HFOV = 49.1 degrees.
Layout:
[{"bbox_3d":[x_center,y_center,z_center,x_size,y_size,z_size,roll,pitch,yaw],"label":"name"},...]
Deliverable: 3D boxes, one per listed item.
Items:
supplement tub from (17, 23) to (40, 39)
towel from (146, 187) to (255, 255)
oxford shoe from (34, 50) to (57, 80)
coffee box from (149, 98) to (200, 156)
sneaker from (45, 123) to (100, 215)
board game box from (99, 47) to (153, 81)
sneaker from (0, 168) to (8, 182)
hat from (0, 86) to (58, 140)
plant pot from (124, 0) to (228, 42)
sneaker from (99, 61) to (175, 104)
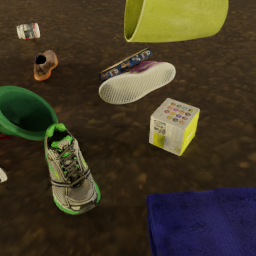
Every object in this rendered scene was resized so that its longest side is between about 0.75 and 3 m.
[{"bbox_3d":[-4.269,-4.150,12.029,0.845,0.593,0.593,-10,43,-10],"label":"supplement tub"},{"bbox_3d":[1.767,1.906,4.966,2.781,0.689,2.054,-4,27,-1],"label":"towel"},{"bbox_3d":[-2.957,-2.446,10.078,0.638,0.652,1.790,-1,42,-1],"label":"oxford shoe"},{"bbox_3d":[1.178,-0.038,7.167,0.927,0.938,0.936,23,47,24],"label":"coffee box"},{"bbox_3d":[-1.368,0.835,6.132,0.942,1.029,2.416,-21,46,-22],"label":"sneaker"},{"bbox_3d":[-0.077,-2.199,9.633,1.665,0.288,1.128,-37,18,-34],"label":"board game box"},{"bbox_3d":[-3.577,0.987,6.325,1.621,0.539,0.734,19,42,18],"label":"sneaker"},{"bbox_3d":[-3.289,0.069,7.612,2.123,1.869,1.758,27,34,-31],"label":"hat"},{"bbox_3d":[1.245,-3.064,7.021,2.247,2.103,2.103,6,40,-14],"label":"plant pot"},{"bbox_3d":[0.139,-1.526,9.073,2.487,0.901,1.418,-19,27,-15],"label":"sneaker"}]
